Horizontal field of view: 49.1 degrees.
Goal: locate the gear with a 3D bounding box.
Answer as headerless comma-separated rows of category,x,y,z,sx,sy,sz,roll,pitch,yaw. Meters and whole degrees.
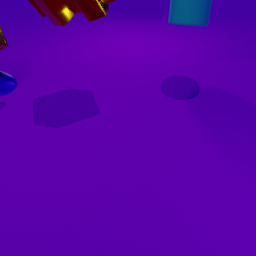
gear,-0.247,-1.811,2.806,1.816,0.336,1.816,-15,53,21

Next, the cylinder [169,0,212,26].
cylinder,1.916,-3.806,8.567,1.223,1.223,1.223,3,22,-1

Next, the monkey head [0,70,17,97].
monkey head,-1.607,-0.934,2.574,1.846,1.328,1.113,0,75,35

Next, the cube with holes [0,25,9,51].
cube with holes,-4.059,-2.509,7.569,0.944,0.944,0.944,-19,6,15
